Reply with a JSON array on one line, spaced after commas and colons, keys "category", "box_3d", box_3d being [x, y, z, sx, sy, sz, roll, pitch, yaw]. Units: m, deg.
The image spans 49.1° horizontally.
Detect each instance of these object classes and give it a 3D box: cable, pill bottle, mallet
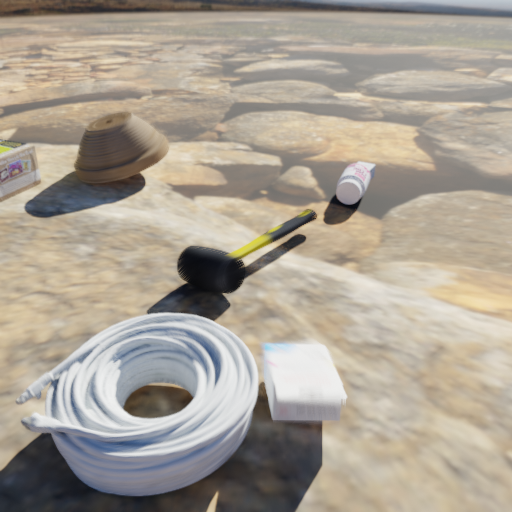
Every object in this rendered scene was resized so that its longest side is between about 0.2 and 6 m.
[{"category": "cable", "box_3d": [-1.019, 1.430, 5.667, 2.053, 0.711, 2.053, 17, 38, 24]}, {"category": "pill bottle", "box_3d": [1.918, -1.419, 11.112, 0.565, 0.565, 0.996, 9, 30, 16]}, {"category": "mallet", "box_3d": [-0.062, -0.228, 8.953, 0.959, 0.599, 2.912, 9, 27, 31]}]

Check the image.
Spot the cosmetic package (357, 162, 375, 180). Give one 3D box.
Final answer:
[{"category": "cosmetic package", "box_3d": [2.233, -1.740, 11.989, 0.408, 0.297, 0.803, 15, 34, 26]}]

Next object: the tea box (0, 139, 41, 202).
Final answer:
[{"category": "tea box", "box_3d": [-5.376, -1.770, 11.420, 1.285, 0.873, 1.306, 13, 31, 22]}]

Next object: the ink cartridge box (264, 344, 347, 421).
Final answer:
[{"category": "ink cartridge box", "box_3d": [0.480, 1.364, 5.888, 0.708, 0.417, 1.229, 1, 15, -4]}]

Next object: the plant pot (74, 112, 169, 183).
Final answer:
[{"category": "plant pot", "box_3d": [-3.036, -2.468, 12.150, 2.095, 0.967, 2.095, -12, 32, 7]}]
